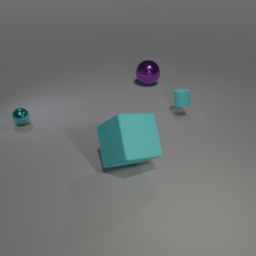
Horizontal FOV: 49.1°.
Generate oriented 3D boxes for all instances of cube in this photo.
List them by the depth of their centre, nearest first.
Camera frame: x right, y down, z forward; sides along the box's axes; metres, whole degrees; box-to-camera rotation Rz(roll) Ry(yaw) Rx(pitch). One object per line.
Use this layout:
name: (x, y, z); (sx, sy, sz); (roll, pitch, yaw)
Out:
cube: (0.025, 0.400, 8.940); (1.400, 1.400, 1.400); (-3, -14, -35)

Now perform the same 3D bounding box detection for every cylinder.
cylinder: (2.426, -1.338, 12.520); (0.700, 0.700, 0.700); (-5, 16, 1)

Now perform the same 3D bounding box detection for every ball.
ball: (-4.550, -0.505, 11.890); (0.700, 0.700, 0.700); (0, 30, 0)
ball: (1.133, -3.144, 15.893); (1.400, 1.400, 1.400); (0, 30, 0)
